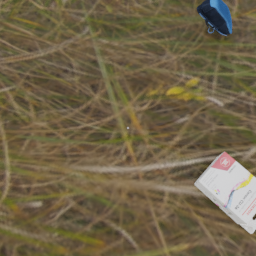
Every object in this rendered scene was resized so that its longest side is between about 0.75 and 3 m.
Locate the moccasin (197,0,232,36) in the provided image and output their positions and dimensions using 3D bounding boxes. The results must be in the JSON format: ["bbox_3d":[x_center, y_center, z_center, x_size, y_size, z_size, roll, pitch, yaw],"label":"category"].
[{"bbox_3d":[2.339,-2.995,7.486,0.600,1.761,0.708,-6,77,33],"label":"moccasin"}]

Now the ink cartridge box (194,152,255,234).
[{"bbox_3d":[2.556,1.515,6.534,1.712,0.578,0.997,42,77,12],"label":"ink cartridge box"}]
